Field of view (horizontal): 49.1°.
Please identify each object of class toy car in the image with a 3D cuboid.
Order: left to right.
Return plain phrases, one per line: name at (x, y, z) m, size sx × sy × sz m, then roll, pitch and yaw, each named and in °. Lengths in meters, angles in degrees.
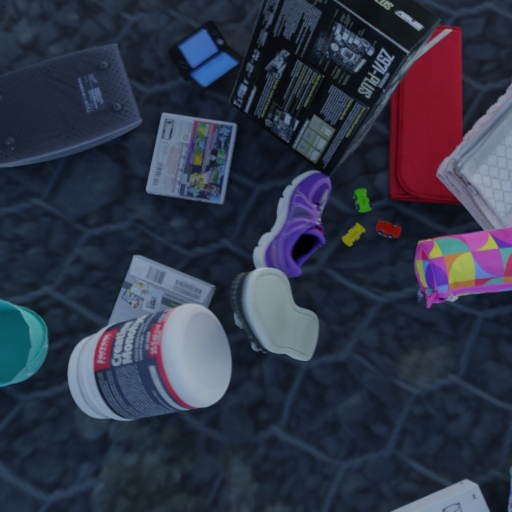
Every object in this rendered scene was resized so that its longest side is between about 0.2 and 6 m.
toy car at (1.887, -0.673, 9.618) m, size 1.026 × 0.229 × 0.965 m, roll -11°, pitch 78°, yaw -3°

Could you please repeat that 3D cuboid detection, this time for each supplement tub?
supplement tub at (-1.478, 1.528, 7.846) m, size 1.979 × 1.389 × 1.389 m, roll -17°, pitch 77°, yaw 26°

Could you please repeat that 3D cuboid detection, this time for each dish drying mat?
dish drying mat at (3.032, -2.568, 9.968) m, size 1.277 × 0.303 × 3.325 m, roll 4°, pitch 78°, yaw 0°

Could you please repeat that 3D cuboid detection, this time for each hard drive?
hard drive at (-3.416, -2.580, 9.846) m, size 2.586 × 0.547 × 1.744 m, roll -19°, pitch 79°, yaw -4°

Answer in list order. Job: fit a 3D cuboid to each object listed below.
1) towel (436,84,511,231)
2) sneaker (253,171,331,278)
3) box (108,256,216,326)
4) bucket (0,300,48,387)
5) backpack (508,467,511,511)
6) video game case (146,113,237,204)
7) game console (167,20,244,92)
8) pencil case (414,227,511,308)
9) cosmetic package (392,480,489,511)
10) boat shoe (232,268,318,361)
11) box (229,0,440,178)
towel at (5.396, -1.422, 8.954) m, size 3.862 × 0.652 × 4.044 m, roll 43°, pitch 83°, yaw -14°
sneaker at (0.782, -0.437, 8.671) m, size 0.876 × 0.847 × 2.100 m, roll 0°, pitch 52°, yaw 39°
box at (-1.609, 1.063, 8.969) m, size 1.390 × 0.367 × 1.782 m, roll 21°, pitch 92°, yaw 6°
bucket at (-4.041, 1.394, 8.827) m, size 1.437 × 0.935 × 1.437 m, roll 0°, pitch 79°, yaw -1°
backpack at (4.722, 3.460, 8.001) m, size 1.999 × 1.775 × 1.505 m, roll 12°, pitch 56°, yaw 7°
video game case at (-1.124, -1.720, 9.867) m, size 1.363 × 0.172 × 1.496 m, roll 9°, pitch 77°, yaw 2°
game console at (-0.891, -3.575, 9.998) m, size 1.034 × 0.602 × 0.909 m, roll -38°, pitch 114°, yaw -8°
pencil case at (3.101, 0.114, 7.320) m, size 2.069 × 0.914 × 0.914 m, roll -11°, pitch 78°, yaw -1°
cosmetic package at (2.625, 4.567, 8.371) m, size 2.136 × 0.552 × 1.610 m, roll -22°, pitch 76°, yaw -4°
boat shoe at (0.135, 0.910, 7.980) m, size 0.842 × 2.791 × 1.055 m, roll 6°, pitch 66°, yaw 24°
box at (1.054, -2.951, 8.676) m, size 2.222 × 2.713 × 1.168 m, roll 38°, pitch 56°, yaw 7°
